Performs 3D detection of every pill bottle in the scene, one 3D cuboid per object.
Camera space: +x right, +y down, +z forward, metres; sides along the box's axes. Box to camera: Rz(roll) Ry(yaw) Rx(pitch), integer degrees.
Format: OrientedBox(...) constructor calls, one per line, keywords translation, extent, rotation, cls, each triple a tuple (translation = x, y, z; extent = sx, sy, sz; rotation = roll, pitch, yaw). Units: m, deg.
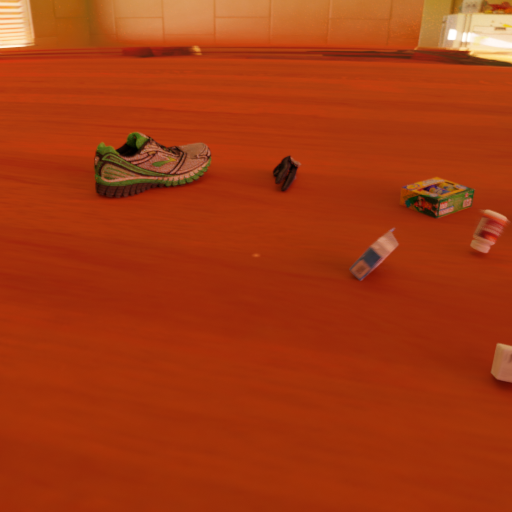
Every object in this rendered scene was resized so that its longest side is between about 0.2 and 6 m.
OrientedBox(translation=(4.117, -0.429, 9.965), extent=(0.383, 0.699, 0.383), rotation=(17, 19, -6), cls="pill bottle")

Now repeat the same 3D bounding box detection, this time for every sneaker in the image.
OrientedBox(translation=(-2.369, -2.312, 13.362), extent=(3.062, 1.304, 1.195), rotation=(-20, 32, -36), cls="sneaker")

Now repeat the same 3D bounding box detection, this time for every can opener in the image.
OrientedBox(translation=(0.747, -1.975, 13.736), extent=(0.532, 0.659, 1.677), rotation=(37, 26, -13), cls="can opener")

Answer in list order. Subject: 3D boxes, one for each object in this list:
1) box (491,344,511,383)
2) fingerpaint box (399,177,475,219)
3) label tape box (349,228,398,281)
OrientedBox(translation=(3.112, 1.316, 6.783), extent=(0.396, 0.398, 0.341), rotation=(12, 5, 10), cls="box")
OrientedBox(translation=(3.946, -1.297, 12.242), extent=(1.230, 0.451, 1.026), rotation=(-17, 31, -31), cls="fingerpaint box")
OrientedBox(translation=(2.026, -0.032, 9.336), extent=(0.301, 0.653, 0.911), rotation=(47, 43, 13), cls="label tape box")
